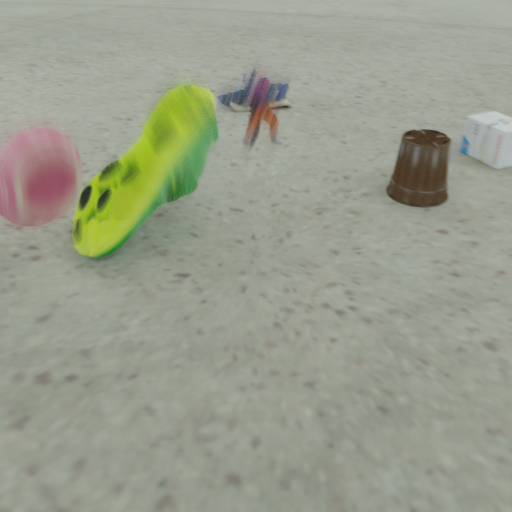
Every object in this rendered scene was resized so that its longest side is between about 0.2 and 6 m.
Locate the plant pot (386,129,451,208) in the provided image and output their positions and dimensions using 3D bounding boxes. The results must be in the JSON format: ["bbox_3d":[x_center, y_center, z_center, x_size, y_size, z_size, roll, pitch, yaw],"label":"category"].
[{"bbox_3d":[3.161,-1.709,10.690,1.197,1.185,1.197,0,34,0],"label":"plant pot"}]

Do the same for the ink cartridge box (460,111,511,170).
[{"bbox_3d":[5.234,-2.531,12.226,0.837,0.852,1.157,-14,37,-21],"label":"ink cartridge box"}]

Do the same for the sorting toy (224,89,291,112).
[{"bbox_3d":[0.023,-4.432,15.626,1.648,0.301,1.525,-6,34,-10],"label":"sorting toy"}]

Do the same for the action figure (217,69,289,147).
[{"bbox_3d":[-0.097,-2.144,8.134,1.104,1.068,0.577,-7,8,-23],"label":"action figure"}]

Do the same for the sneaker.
[{"bbox_3d":[-1.635,-1.272,9.449,1.300,1.467,3.511,23,68,32],"label":"sneaker"}]

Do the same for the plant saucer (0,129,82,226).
[{"bbox_3d":[-2.800,-0.983,7.345,0.336,1.327,1.327,25,41,29],"label":"plant saucer"}]
